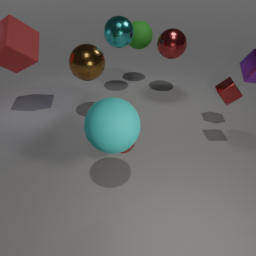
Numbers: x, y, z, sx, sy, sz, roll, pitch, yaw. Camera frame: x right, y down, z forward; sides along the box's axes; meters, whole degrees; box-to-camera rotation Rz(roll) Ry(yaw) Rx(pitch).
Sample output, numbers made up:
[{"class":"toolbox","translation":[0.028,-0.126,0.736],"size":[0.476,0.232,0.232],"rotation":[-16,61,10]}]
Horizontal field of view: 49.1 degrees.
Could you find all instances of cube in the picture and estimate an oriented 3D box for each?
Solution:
[{"class":"cube","translation":[-4.476,-3.220,10.930],"size":[1.400,1.400,1.400],"rotation":[-16,-22,31]},{"class":"cube","translation":[3.796,-1.765,8.112],"size":[0.700,0.700,0.700],"rotation":[4,65,-15]},{"class":"cube","translation":[3.984,-1.462,11.108],"size":[0.700,0.700,0.700],"rotation":[-34,23,23]}]

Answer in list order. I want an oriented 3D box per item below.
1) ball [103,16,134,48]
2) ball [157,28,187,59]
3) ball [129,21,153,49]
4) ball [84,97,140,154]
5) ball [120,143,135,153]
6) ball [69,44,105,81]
[{"class":"ball","translation":[-0.414,-4.362,12.754],"size":[1.400,1.400,1.400],"rotation":[0,31,0]},{"class":"ball","translation":[2.083,-3.981,13.265],"size":[1.400,1.400,1.400],"rotation":[0,31,0]},{"class":"ball","translation":[0.565,-4.775,14.402],"size":[1.400,1.400,1.400],"rotation":[0,31,0]},{"class":"ball","translation":[-0.392,-0.061,7.000],"size":[1.400,1.400,1.400],"rotation":[0,31,0]},{"class":"ball","translation":[-0.143,0.381,8.067],"size":[0.700,0.700,0.700],"rotation":[0,31,0]},{"class":"ball","translation":[-1.574,-2.519,10.787],"size":[1.400,1.400,1.400],"rotation":[0,31,0]}]
